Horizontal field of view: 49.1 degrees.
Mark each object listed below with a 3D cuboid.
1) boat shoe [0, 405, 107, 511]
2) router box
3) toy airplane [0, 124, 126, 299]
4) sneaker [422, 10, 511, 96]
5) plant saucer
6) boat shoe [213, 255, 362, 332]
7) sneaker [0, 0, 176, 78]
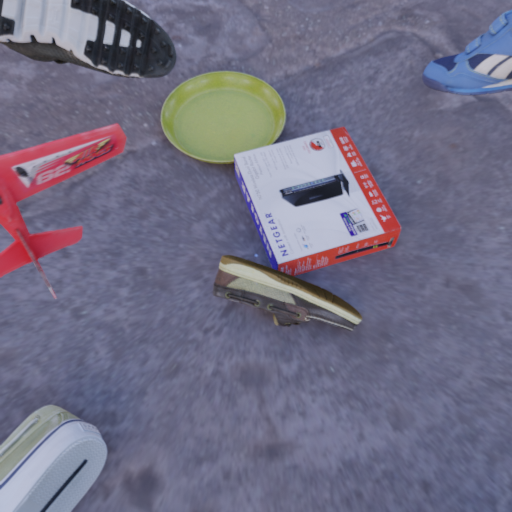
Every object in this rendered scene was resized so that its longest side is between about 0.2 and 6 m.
[{"bbox_3d":[-3.284,3.330,6.706,1.062,1.233,3.424,20,55,41],"label":"boat shoe"},{"bbox_3d":[0.956,-0.936,9.422,2.091,0.569,2.330,-16,61,-10],"label":"router box"},{"bbox_3d":[-2.509,-0.466,5.709,2.759,2.759,0.507,-29,59,-16],"label":"toy airplane"},{"bbox_3d":[3.227,-2.630,7.077,0.904,1.005,2.445,-32,26,-34],"label":"sneaker"},{"bbox_3d":[-0.607,-2.545,10.515,2.309,0.359,2.309,0,59,0],"label":"plant saucer"},{"bbox_3d":[0.443,0.684,8.394,2.274,0.833,0.737,23,98,0],"label":"boat shoe"},{"bbox_3d":[-2.567,-3.156,7.906,2.931,1.326,0.974,11,98,-10],"label":"sneaker"}]
